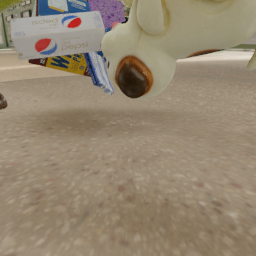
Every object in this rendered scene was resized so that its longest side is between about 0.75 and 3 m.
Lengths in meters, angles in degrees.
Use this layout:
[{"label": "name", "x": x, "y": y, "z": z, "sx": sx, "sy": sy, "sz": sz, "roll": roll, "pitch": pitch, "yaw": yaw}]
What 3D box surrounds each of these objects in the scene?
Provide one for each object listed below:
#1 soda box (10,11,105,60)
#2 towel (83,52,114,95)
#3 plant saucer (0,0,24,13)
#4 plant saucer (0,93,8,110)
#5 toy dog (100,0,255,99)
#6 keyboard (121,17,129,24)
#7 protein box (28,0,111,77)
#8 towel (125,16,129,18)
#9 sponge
[{"label": "soda box", "x": -1.416, "y": -1.910, "z": 5.795, "sx": 1.817, "sy": 0.619, "sz": 0.578, "roll": -10, "pitch": 61, "yaw": -11}, {"label": "towel", "x": -0.742, "y": -1.482, "z": 7.119, "sx": 0.190, "sy": 1.170, "sz": 1.593, "roll": -20, "pitch": -4, "yaw": 9}, {"label": "plant saucer", "x": -2.829, "y": -3.331, "z": 7.023, "sx": 1.137, "sy": 0.273, "sz": 1.138, "roll": -9, "pitch": 46, "yaw": 29}, {"label": "plant saucer", "x": -3.361, "y": -0.752, "z": 6.458, "sx": 1.152, "sy": 0.185, "sz": 1.152, "roll": 22, "pitch": 18, "yaw": -7}, {"label": "toy dog", "x": 0.815, "y": -1.813, "z": 5.250, "sx": 2.948, "sy": 2.858, "sz": 2.057, "roll": -38, "pitch": 17, "yaw": 15}, {"label": "keyboard", "x": 0.616, "y": -3.622, "z": 10.122, "sx": 2.268, "sy": 1.180, "sz": 0.449, "roll": 24, "pitch": -3, "yaw": 23}, {"label": "protein box", "x": -2.181, "y": -3.529, "z": 10.362, "sx": 2.608, "sy": 1.773, "sz": 2.627, "roll": 9, "pitch": 41, "yaw": -25}, {"label": "towel", "x": 0.780, "y": -3.876, "z": 11.127, "sx": 2.493, "sy": 0.383, "sz": 1.860, "roll": -5, "pitch": 62, "yaw": 2}, {"label": "sponge", "x": -0.643, "y": -3.647, "z": 7.899, "sx": 0.961, "sy": 1.722, "sz": 0.257, "roll": -25, "pitch": 57, "yaw": -10}]
